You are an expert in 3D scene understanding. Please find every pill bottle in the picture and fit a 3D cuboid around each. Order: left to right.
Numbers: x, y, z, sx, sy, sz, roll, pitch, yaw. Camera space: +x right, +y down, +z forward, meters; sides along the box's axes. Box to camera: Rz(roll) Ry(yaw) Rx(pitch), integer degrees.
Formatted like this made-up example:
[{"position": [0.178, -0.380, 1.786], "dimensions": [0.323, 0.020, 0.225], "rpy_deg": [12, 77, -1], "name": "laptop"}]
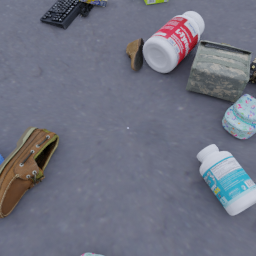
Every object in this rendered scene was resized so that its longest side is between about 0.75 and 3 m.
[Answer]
[{"position": [1.754, -3.227, 10.286], "dimensions": [1.359, 1.359, 2.421], "rpy_deg": [33, 63, 19], "name": "pill bottle"}, {"position": [2.637, 1.334, 7.569], "dimensions": [1.003, 1.003, 1.810], "rpy_deg": [-23, 60, -14], "name": "pill bottle"}]

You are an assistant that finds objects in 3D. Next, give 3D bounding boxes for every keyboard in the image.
[{"position": [-2.381, -5.432, 12.299], "dimensions": [1.790, 0.382, 2.981], "rpy_deg": [20, 60, 12], "name": "keyboard"}]

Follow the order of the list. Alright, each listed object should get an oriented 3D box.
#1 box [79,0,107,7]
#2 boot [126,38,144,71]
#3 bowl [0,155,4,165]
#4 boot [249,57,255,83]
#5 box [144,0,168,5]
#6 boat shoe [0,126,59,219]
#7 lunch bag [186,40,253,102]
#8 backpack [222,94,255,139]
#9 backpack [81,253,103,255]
[{"position": [-1.518, -5.682, 12.221], "dimensions": [1.176, 0.378, 0.412], "rpy_deg": [7, 63, -18], "name": "box"}, {"position": [0.226, -2.707, 10.531], "dimensions": [0.601, 0.586, 1.593], "rpy_deg": [-6, 52, 21], "name": "boot"}, {"position": [-4.827, 1.566, 7.677], "dimensions": [2.890, 0.567, 2.890], "rpy_deg": [0, 57, 0], "name": "bowl"}, {"position": [4.770, -1.520, 9.516], "dimensions": [1.627, 0.791, 2.161], "rpy_deg": [29, 58, 16], "name": "boot"}, {"position": [1.098, -6.410, 12.884], "dimensions": [1.071, 0.418, 1.756], "rpy_deg": [-12, 58, -8], "name": "box"}, {"position": [-2.794, 1.150, 7.673], "dimensions": [0.955, 1.011, 2.809], "rpy_deg": [11, 58, 9], "name": "boat shoe"}, {"position": [3.185, -2.194, 9.675], "dimensions": [1.826, 1.309, 2.227], "rpy_deg": [17, 53, 9], "name": "lunch bag"}, {"position": [3.630, -0.333, 8.720], "dimensions": [1.272, 0.958, 1.129], "rpy_deg": [-39, 65, -16], "name": "backpack"}, {"position": [-0.771, 3.433, 6.204], "dimensions": [1.059, 0.898, 1.193], "rpy_deg": [39, 52, -22], "name": "backpack"}]
